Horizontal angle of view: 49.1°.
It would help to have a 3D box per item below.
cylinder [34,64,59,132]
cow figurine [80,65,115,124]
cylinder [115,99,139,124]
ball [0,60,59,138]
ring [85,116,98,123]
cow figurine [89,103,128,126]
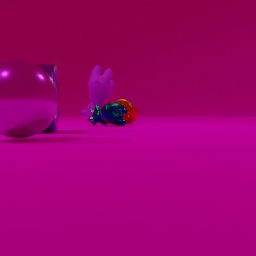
[{"bbox_3d":[-1.983,-0.555,5.242,1.266,1.266,1.266,-1,3,-9],"label":"cylinder"},{"bbox_3d":[-1.012,-1.037,9.276,0.891,1.597,1.623,18,-19,6],"label":"cow figurine"},{"bbox_3d":[-0.094,-0.619,10.724,0.813,0.813,0.813,1,-7,22],"label":"cylinder"},{"bbox_3d":[-1.404,-0.363,3.610,0.991,0.991,0.991,0,2,0],"label":"ball"},{"bbox_3d":[-1.126,-0.537,11.364,1.229,0.246,1.229,-15,-21,-6],"label":"ring"},{"bbox_3d":[-0.666,-0.424,8.624,1.268,0.707,1.289,6,-10,10],"label":"cow figurine"}]
